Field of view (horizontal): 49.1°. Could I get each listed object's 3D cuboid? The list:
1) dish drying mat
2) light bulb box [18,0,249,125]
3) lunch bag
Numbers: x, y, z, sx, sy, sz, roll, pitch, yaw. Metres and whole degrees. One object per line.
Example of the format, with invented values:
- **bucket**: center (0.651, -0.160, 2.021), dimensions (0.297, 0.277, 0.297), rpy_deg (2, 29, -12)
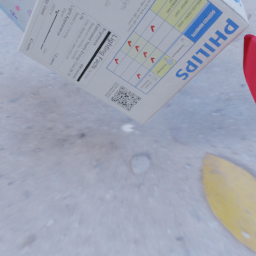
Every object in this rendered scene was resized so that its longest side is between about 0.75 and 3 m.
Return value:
- **dish drying mat**: center (1.927, -0.852, 4.105), dimensions (0.208, 0.879, 2.290), rpy_deg (1, 23, 15)
- **light bulb box**: center (0.020, -2.032, 5.158), dimensions (2.865, 2.840, 1.788), rpy_deg (30, 43, -17)
- **lunch bag**: center (-1.760, -3.426, 6.991), dimensions (2.907, 2.465, 1.848), rpy_deg (46, 47, -7)
